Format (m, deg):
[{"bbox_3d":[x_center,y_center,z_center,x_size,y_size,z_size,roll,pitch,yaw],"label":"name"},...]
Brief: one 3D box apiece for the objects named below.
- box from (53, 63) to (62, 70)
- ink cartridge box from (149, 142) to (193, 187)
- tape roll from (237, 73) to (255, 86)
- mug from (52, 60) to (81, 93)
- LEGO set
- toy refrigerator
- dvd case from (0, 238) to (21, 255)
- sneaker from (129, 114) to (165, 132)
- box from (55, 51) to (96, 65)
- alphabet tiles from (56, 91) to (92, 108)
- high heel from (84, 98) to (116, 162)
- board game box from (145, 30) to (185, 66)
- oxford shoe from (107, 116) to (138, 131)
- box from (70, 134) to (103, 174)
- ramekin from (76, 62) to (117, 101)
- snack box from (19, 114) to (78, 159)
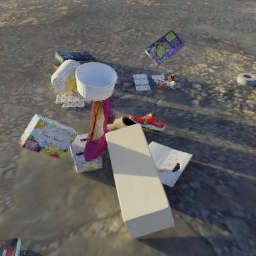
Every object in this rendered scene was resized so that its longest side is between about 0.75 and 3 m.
[{"bbox_3d":[-3.514,-3.133,14.572,0.383,0.286,0.764,-24,39,-35],"label":"box"},{"bbox_3d":[0.959,1.106,8.144,1.364,0.346,1.548,19,38,26],"label":"ink cartridge box"},{"bbox_3d":[5.701,-2.321,13.344,0.883,0.292,0.883,1,34,0],"label":"tape roll"},{"bbox_3d":[-2.527,-2.142,12.187,1.576,1.262,1.294,4,35,22],"label":"mug"},{"bbox_3d":[1.329,-2.305,13.186,2.012,0.494,1.503,-3,37,-4],"label":"LEGO set"},{"bbox_3d":[0.222,1.217,7.075,1.037,0.956,2.732,-17,43,-1],"label":"toy refrigerator"},{"bbox_3d":[-3.473,3.034,5.329,2.442,0.269,1.783,-5,34,-6],"label":"dvd case"},{"bbox_3d":[0.680,-0.257,9.904,1.314,0.558,0.506,16,-6,11],"label":"sneaker"},{"bbox_3d":[-2.838,-3.762,15.123,1.808,0.461,1.426,-8,34,-30],"label":"box"},{"bbox_3d":[-2.295,-1.260,11.918,1.472,0.107,1.440,-4,34,-5],"label":"alphabet tiles"},{"bbox_3d":[-1.007,-0.085,8.298,0.760,1.083,2.254,-14,35,23],"label":"high heel"},{"bbox_3d":[1.443,-3.149,10.991,1.375,0.222,0.825,-36,75,-4],"label":"board game box"},{"bbox_3d":[-0.214,-0.192,9.797,1.793,0.671,0.632,24,41,31],"label":"oxford shoe"},{"bbox_3d":[-1.339,0.745,8.630,0.797,0.411,1.366,-12,35,-17],"label":"box"},{"bbox_3d":[-0.969,-1.387,8.462,1.229,0.599,1.229,7,47,-7],"label":"ramekin"},{"bbox_3d":[-2.284,0.282,8.146,1.379,0.980,0.365,27,10,-45],"label":"snack box"}]
